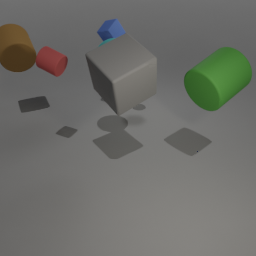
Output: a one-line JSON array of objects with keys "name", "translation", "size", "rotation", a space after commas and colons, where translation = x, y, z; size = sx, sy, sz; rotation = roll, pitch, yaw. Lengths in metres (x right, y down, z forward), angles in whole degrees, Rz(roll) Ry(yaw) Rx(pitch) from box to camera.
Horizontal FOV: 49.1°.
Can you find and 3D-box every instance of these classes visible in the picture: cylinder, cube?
[{"name": "cylinder", "translation": [2.632, -1.441, 8.277], "size": [1.400, 1.400, 1.400], "rotation": [-37, 42, -18]}, {"name": "cylinder", "translation": [-4.563, -3.218, 11.296], "size": [1.400, 1.400, 1.400], "rotation": [-15, 54, -24]}, {"name": "cube", "translation": [-0.150, -1.501, 7.874], "size": [1.400, 1.400, 1.400], "rotation": [-32, 58, -16]}, {"name": "cube", "translation": [-0.670, -3.855, 11.277], "size": [0.700, 0.700, 0.700], "rotation": [11, 62, 43]}, {"name": "cylinder", "translation": [-2.317, -2.026, 8.539], "size": [0.700, 0.700, 0.700], "rotation": [28, 35, 7]}]

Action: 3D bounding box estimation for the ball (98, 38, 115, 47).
[{"name": "ball", "translation": [-0.433, -2.280, 9.388], "size": [1.400, 1.400, 1.400], "rotation": [0, 29, 0]}]
